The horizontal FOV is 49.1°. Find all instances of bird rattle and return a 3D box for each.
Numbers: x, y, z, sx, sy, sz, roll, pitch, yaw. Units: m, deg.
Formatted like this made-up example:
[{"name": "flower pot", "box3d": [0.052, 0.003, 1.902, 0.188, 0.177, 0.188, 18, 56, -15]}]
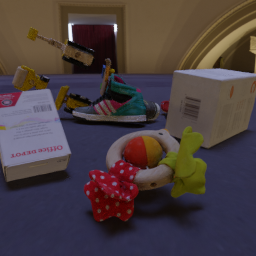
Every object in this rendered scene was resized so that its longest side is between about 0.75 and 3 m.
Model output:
[{"name": "bird rattle", "box3d": [0.217, 0.556, 3.907, 1.698, 0.956, 1.384, -19, 33, 1]}]

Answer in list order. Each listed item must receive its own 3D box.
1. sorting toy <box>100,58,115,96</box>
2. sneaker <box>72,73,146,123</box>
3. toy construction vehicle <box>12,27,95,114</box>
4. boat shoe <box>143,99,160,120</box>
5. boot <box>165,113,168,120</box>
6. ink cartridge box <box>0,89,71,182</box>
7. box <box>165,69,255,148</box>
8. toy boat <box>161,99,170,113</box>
[{"name": "sorting toy", "box3d": [-0.731, -1.765, 10.073, 0.333, 1.377, 2.446, 8, 10, -10]}, {"name": "sneaker", "box3d": [-0.645, -0.980, 9.133, 2.562, 1.547, 1.071, 3, 5, 18]}, {"name": "toy construction vehicle", "box3d": [-2.313, -1.861, 9.624, 2.741, 2.387, 0.965, 18, 17, -20]}, {"name": "boat shoe", "box3d": [-0.002, -0.792, 9.973, 2.349, 0.839, 0.702, 14, 3, 38]}, {"name": "boot", "box3d": [1.998, -0.773, 9.057, 0.589, 1.111, 1.687, 47, 45, 10]}, {"name": "ink cartridge box", "box3d": [-1.807, 0.086, 5.117, 1.113, 0.646, 1.508, -9, 61, -26]}, {"name": "box", "box3d": [2.348, -0.681, 7.603, 1.300, 1.659, 2.668, 21, 23, 37]}, {"name": "toy boat", "box3d": [1.680, -0.920, 10.689, 0.886, 0.579, 0.578, -4, 47, 13]}]
